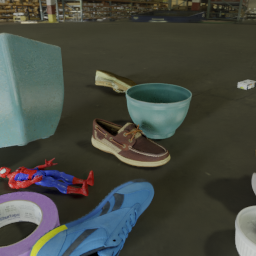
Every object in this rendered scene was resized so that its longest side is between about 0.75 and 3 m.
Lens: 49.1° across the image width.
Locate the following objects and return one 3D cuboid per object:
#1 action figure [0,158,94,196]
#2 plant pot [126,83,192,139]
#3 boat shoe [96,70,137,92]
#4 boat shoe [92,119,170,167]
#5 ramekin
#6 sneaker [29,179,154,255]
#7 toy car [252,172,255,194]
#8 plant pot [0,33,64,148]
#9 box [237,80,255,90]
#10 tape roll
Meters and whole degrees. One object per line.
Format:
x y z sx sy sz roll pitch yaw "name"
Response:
-1.749 1.005 5.800 2.008 0.519 0.657 2 27 10 "action figure"
0.840 -0.442 7.978 1.810 1.213 1.810 0 25 0 "plant pot"
-0.541 -1.836 11.784 2.276 0.716 0.830 27 22 33 "boat shoe"
-0.006 0.270 6.911 2.270 0.817 0.819 19 31 35 "boat shoe"
2.110 1.700 4.218 0.991 0.520 0.991 0 25 0 "ramekin"
-0.254 1.578 4.215 2.300 0.758 0.902 -25 34 -38 "sneaker"
3.550 0.824 5.065 1.646 1.921 2.195 27 2 -42 "toy car"
-2.848 -0.706 6.707 2.212 2.254 2.206 -9 6 17 "plant pot"
5.205 -1.899 12.236 0.783 0.236 0.457 -19 31 -35 "box"
-1.826 1.643 4.393 1.471 0.482 1.471 1 25 0 "tape roll"
